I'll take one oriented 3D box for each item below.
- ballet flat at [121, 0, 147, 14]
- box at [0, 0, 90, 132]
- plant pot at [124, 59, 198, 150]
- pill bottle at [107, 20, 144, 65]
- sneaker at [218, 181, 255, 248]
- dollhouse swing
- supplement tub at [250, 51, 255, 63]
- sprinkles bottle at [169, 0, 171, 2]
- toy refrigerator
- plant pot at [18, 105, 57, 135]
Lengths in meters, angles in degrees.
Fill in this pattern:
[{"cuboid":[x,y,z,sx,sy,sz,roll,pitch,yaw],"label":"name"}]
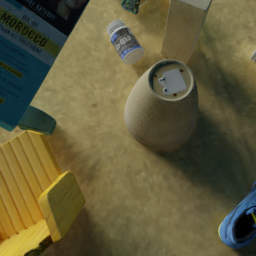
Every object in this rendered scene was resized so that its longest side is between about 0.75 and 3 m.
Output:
[{"cuboid":[0.491,-4.868,9.747,0.828,0.828,2.231,24,76,7],"label":"ballet flat"},{"cuboid":[-1.691,-1.522,4.605,1.225,0.732,2.978,31,72,-22],"label":"box"},{"cuboid":[1.000,-0.753,7.528,2.218,2.368,2.218,0,73,-1],"label":"plant pot"},{"cuboid":[-0.109,-2.754,8.985,0.753,0.753,1.323,-28,75,-8],"label":"pill bottle"},{"cuboid":[3.508,2.068,7.352,2.731,1.071,0.900,-42,75,-13],"label":"sneaker"},{"cuboid":[-2.872,1.649,6.546,2.730,2.481,2.400,-30,95,10],"label":"dollhouse swing"},{"cuboid":[4.725,-2.135,8.669,1.533,1.012,1.012,37,76,11],"label":"supplement tub"},{"cuboid":[1.772,-4.302,9.529,0.635,0.635,1.860,-23,74,-7],"label":"sprinkles bottle"},{"cuboid":[1.665,-3.005,8.137,0.957,2.522,0.882,24,74,8],"label":"toy refrigerator"},{"cuboid":[-2.651,-0.175,8.257,0.960,0.678,0.678,21,74,0],"label":"plant pot"}]
